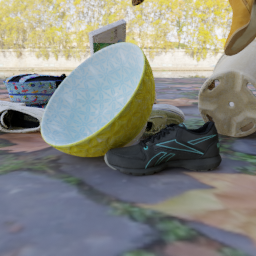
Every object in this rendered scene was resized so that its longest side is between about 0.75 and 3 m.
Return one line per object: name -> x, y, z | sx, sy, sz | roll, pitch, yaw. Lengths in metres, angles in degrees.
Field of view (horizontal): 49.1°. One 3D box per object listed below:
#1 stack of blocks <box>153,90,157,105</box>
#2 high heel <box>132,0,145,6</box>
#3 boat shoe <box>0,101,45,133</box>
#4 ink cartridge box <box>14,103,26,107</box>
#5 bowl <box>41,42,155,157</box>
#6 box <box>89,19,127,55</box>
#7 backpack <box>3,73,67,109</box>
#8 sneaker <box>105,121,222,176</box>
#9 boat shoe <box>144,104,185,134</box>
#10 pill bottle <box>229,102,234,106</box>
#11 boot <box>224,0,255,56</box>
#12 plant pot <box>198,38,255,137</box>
stack of blocks -> 0.050, -0.715, 9.305 | 1.203, 0.612, 2.089 | -4, -5, -15
high heel -> 0.173, -3.694, 7.045 | 0.459, 0.916, 1.286 | 45, 15, 30
boat shoe -> -3.556, -0.272, 8.265 | 2.534, 0.912, 0.833 | 10, 9, 6
ink cartridge box -> -4.439, -0.475, 9.465 | 1.616, 0.671, 1.185 | 2, 13, 7
bowl -> -0.423, -0.377, 6.363 | 2.827, 2.827, 1.521 | 14, -24, 48
box -> -0.887, -3.962, 12.588 | 1.853, 1.338, 0.337 | -30, 60, -22
backpack -> -3.985, -1.548, 12.080 | 2.194, 1.617, 2.404 | 6, 13, 23
sneaker -> 0.673, 0.341, 5.359 | 2.264, 0.897, 0.854 | -4, 15, -10
boat shoe -> 0.613, -0.198, 8.137 | 2.534, 0.786, 0.912 | 5, -34, -28
pill bottle -> 4.528, -1.349, 12.350 | 1.138, 1.138, 2.019 | 4, 12, 17
boot -> 2.568, -2.613, 6.413 | 0.581, 1.652, 1.183 | 8, 42, -25
plant pot -> 3.391, -1.036, 8.284 | 2.793, 2.793, 2.557 | 9, 27, 36
